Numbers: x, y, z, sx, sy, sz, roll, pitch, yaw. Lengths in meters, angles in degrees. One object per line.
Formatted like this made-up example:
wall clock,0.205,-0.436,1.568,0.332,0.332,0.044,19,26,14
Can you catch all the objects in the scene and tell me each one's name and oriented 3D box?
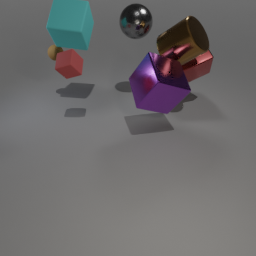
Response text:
cube,2.687,-2.982,12.185,1.400,1.400,1.400,-25,72,2
ball,-3.218,-3.352,12.475,0.700,0.700,0.700,0,31,0
cube,-2.108,-2.298,10.089,0.700,0.700,0.700,-9,65,24
cube,-2.287,-4.181,11.345,1.400,1.400,1.400,9,76,4
cylinder,2.000,-3.102,10.231,1.400,1.400,1.400,-23,12,41
cube,1.064,-1.519,9.747,1.400,1.400,1.400,8,53,-31
ball,0.334,-4.446,11.719,1.400,1.400,1.400,0,31,0
